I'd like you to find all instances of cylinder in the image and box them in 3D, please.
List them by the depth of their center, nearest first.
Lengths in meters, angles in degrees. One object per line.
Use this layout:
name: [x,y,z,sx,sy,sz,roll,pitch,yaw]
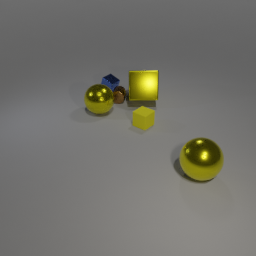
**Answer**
cylinder: [-0.479,-1.680,14.135,0.700,0.700,0.700,5,32,8]

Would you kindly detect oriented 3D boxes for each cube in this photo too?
cube: [0.674,-0.425,12.084,0.700,0.700,0.700,23,38,33]
cube: [0.736,-2.111,13.804,1.400,1.400,1.400,0,10,-1]
cube: [-0.971,-2.379,15.094,0.700,0.700,0.700,37,45,16]

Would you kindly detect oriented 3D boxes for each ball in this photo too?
ball: [2.372,0.997,9.069,1.400,1.400,1.400,0,31,0]
ball: [-1.320,-1.331,12.893,1.400,1.400,1.400,0,31,0]
